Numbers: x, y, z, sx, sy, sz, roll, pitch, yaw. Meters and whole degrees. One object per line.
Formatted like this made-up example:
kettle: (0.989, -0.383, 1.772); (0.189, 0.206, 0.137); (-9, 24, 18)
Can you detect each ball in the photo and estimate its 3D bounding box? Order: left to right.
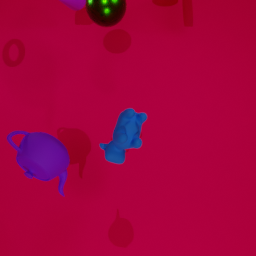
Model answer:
ball: (-0.542, -3.025, 6.917); (1.014, 1.014, 1.014); (0, 64, 0)

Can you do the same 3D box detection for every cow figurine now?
cow figurine: (-0.113, 0.169, 5.948); (0.654, 1.173, 1.192); (18, 80, -21)

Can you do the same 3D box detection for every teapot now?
teapot: (-1.760, 0.690, 5.760); (1.092, 1.755, 0.860); (-12, 37, 42)

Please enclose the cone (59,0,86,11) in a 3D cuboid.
cone: (-1.886, -3.973, 8.459); (0.904, 0.904, 0.907); (28, 38, 13)
